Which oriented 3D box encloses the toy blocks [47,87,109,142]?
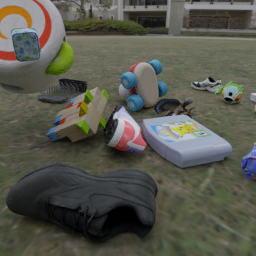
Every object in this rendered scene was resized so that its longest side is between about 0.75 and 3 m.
[{"bbox_3d":[-1.705,-0.361,9.340,1.648,1.204,2.410,-20,34,25],"label":"toy blocks"}]

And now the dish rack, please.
[{"bbox_3d":[-3.206,-1.812,13.537,1.748,0.622,2.279,11,25,26],"label":"dish rack"}]

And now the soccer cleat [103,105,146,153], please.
[{"bbox_3d":[-0.118,0.031,8.981,1.093,1.019,2.988,27,12,-10],"label":"soccer cleat"}]

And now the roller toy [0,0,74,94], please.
[{"bbox_3d":[-3.244,-2.550,8.539,2.717,2.978,2.081,-19,-11,-10],"label":"roller toy"}]

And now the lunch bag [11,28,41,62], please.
[{"bbox_3d":[-2.487,-2.037,6.876,0.634,0.788,0.325,-12,47,-19],"label":"lunch bag"}]

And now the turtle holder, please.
[{"bbox_3d":[4.599,-1.597,12.644,1.114,0.846,0.791,33,69,5],"label":"turtle holder"}]

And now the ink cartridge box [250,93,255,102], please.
[{"bbox_3d":[6.807,-1.233,12.449,1.814,0.400,1.847,-7,23,-17],"label":"ink cartridge box"}]

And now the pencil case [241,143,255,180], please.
[{"bbox_3d":[3.483,0.765,7.352,0.688,0.618,1.585,28,34,29],"label":"pencil case"}]

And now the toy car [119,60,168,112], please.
[{"bbox_3d":[0.219,-1.866,12.366,1.994,1.914,2.163,-32,25,-35],"label":"toy car"}]

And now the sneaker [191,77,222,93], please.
[{"bbox_3d":[4.113,-2.332,14.609,1.688,0.740,0.639,17,30,39],"label":"sneaker"}]

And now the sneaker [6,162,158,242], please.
[{"bbox_3d":[-0.868,1.433,5.276,2.956,1.123,1.342,-2,29,0],"label":"sneaker"}]

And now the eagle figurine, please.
[{"bbox_3d":[1.756,-0.686,10.480,1.307,0.991,0.986,24,43,39],"label":"eagle figurine"}]

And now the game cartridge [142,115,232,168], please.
[{"bbox_3d":[1.582,0.282,8.701,1.868,0.567,2.801,-11,25,-17],"label":"game cartridge"}]
